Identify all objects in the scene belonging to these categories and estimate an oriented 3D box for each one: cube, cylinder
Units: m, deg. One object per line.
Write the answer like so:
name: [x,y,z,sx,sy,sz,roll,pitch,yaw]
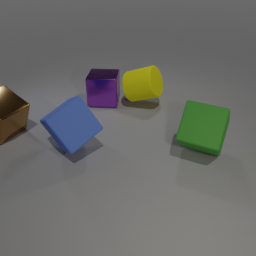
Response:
cube: [2.583,0.033,9.546,1.400,1.400,1.400,15,-7,22]
cylinder: [0.676,-1.985,12.666,1.400,1.400,1.400,-7,26,31]
cube: [-1.152,-1.915,13.260,1.400,1.400,1.400,2,30,4]
cube: [-1.984,-0.124,9.710,1.400,1.400,1.400,-40,17,-18]
cube: [-4.842,-0.509,10.738,1.400,1.400,1.400,35,41,10]
